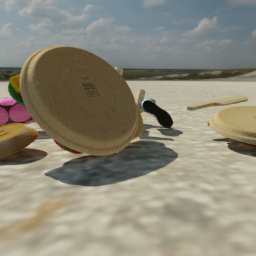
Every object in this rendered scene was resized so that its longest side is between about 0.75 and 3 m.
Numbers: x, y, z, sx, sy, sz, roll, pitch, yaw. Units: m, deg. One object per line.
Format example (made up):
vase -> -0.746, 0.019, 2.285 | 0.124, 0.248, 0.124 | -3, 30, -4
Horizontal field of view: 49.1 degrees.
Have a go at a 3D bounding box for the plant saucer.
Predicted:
plant saucer -> -2.291, 0.189, 5.111 | 1.257, 0.223, 1.257 | -9, 23, 4

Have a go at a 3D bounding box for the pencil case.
pencil case -> -2.642, -0.538, 7.062 | 2.026, 0.949, 0.920 | -11, -23, -21

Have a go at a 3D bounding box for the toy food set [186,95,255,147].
toy food set -> 2.735, 0.053, 5.812 | 2.060, 0.599, 2.984 | -10, 23, -21

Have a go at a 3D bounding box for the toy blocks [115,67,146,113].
toy blocks -> -0.585, -0.636, 7.902 | 1.684, 1.418, 1.574 | -1, -22, 36

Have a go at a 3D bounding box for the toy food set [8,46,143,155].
toy food set -> -0.856, -0.594, 5.454 | 0.620, 2.521, 2.547 | -41, -5, 42

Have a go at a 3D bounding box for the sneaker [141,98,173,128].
sneaker -> 0.733, -0.428, 7.437 | 1.031, 0.431, 0.622 | 41, 9, -17
